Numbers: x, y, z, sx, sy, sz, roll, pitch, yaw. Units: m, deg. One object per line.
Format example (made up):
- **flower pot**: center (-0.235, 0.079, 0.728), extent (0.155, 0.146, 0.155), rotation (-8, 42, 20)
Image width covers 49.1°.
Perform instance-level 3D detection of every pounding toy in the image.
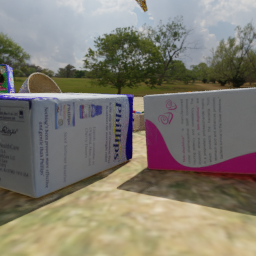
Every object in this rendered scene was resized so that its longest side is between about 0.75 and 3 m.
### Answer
- **pounding toy**: center (0.038, -0.270, 9.131), extent (1.125, 0.586, 1.280), rotation (7, 10, 39)

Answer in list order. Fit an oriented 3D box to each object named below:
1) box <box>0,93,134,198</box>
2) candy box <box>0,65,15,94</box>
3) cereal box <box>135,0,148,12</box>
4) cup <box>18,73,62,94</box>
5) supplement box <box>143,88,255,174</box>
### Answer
- **box**: center (-1.345, 0.041, 4.549), extent (2.109, 1.203, 2.294), rotation (5, 9, 30)
- **candy box**: center (-4.873, -1.289, 10.816), extent (0.824, 2.141, 1.810), rotation (-5, 8, -15)
- **cereal box**: center (0.377, -4.429, 9.601), extent (0.158, 0.800, 0.576), rotation (-34, -20, 3)
- **cup**: center (-3.959, -1.181, 12.100), extent (1.414, 1.977, 1.977), rotation (-25, -4, 26)
- **supplement box**: center (1.551, -0.006, 4.421), extent (2.365, 1.197, 1.222), rotation (-1, 7, 24)
